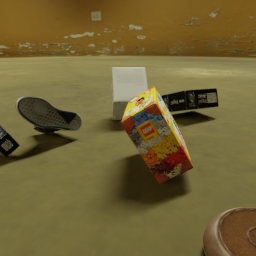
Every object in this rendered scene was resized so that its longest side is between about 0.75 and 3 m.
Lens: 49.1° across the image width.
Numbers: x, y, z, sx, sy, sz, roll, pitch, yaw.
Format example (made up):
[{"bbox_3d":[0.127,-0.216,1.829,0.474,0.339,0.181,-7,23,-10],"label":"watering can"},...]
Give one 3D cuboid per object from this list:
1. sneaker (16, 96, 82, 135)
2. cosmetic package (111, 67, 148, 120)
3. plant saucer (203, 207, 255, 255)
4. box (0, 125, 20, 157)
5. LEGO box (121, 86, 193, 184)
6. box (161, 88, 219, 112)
[{"bbox_3d":[-2.374,-0.295,7.437,1.363,0.717,1.887,1,-14,38],"label":"sneaker"},{"bbox_3d":[0.025,-1.141,9.314,1.138,1.145,1.368,-1,62,-6],"label":"cosmetic package"},{"bbox_3d":[1.614,1.408,3.392,1.363,0.235,1.363,-1,27,1],"label":"plant saucer"},{"bbox_3d":[-3.011,0.187,6.484,0.816,0.604,0.426,35,69,29],"label":"box"},{"bbox_3d":[0.603,0.034,5.924,0.744,1.437,1.929,-29,13,12],"label":"LEGO box"},{"bbox_3d":[2.186,-0.966,9.908,1.535,0.661,1.257,-8,2,-30],"label":"box"}]
